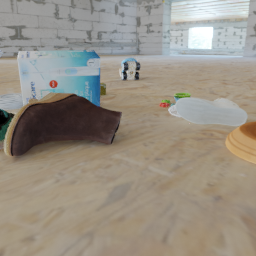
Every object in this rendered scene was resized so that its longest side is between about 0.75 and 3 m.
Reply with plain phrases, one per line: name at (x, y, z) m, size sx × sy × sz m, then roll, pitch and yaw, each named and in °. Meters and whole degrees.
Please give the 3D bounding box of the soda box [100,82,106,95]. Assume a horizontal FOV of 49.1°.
soda box at (-1.949, -1.859, 13.605) m, size 1.706 × 0.578 × 0.546 m, roll -7°, pitch 19°, yaw -21°

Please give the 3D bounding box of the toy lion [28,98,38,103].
toy lion at (-2.175, -0.288, 8.377) m, size 1.446 × 0.496 × 1.386 m, roll -1°, pitch 42°, yaw -29°

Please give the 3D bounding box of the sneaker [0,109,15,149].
sneaker at (-3.238, -0.133, 7.721) m, size 0.820 × 0.918 × 2.297 m, roll 2°, pitch 17°, yaw 11°

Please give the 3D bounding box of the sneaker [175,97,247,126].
sneaker at (2.765, -0.624, 9.584) m, size 2.271 × 0.837 × 1.312 m, roll 13°, pitch 18°, yaw 8°

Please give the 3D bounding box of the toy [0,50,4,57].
toy at (-4.249, -1.731, 7.827) m, size 0.845 × 1.468 × 0.347 m, roll 30°, pitch -19°, yaw -13°

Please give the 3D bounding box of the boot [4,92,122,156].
boot at (-1.533, -0.014, 7.325) m, size 2.323 × 1.010 × 2.792 m, roll 17°, pitch 38°, yaw 6°

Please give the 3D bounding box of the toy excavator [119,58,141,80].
toy excavator at (-0.036, -4.037, 19.109) m, size 1.139 × 2.217 × 2.280 m, roll -5°, pitch 47°, yaw -13°

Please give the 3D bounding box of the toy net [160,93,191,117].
toy net at (1.868, -0.965, 11.041) m, size 1.267 × 0.466 × 2.415 m, roll 3°, pitch 19°, yaw 9°

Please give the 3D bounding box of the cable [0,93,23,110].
cable at (-4.846, -1.090, 11.430) m, size 1.367 × 0.473 × 1.367 m, roll 8°, pitch 21°, yaw 25°

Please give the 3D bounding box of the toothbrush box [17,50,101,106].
toothbrush box at (-2.563, -1.785, 10.660) m, size 2.877 × 2.106 × 1.227 m, roll -4°, pitch 28°, yaw -17°

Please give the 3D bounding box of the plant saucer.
plant saucer at (3.851, 0.336, 7.001) m, size 2.642 × 0.495 × 2.642 m, roll 0°, pitch 17°, yaw 0°
